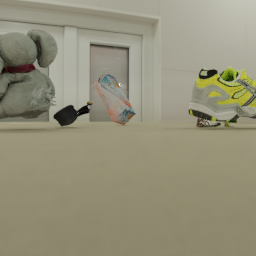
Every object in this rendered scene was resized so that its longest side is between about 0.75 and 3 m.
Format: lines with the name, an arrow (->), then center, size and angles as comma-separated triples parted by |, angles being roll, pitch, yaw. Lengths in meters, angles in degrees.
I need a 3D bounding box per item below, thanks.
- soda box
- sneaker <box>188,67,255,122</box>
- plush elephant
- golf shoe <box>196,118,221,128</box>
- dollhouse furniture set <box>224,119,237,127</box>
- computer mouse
soda box -> -0.575, -1.222, 11.498 | 0.776, 2.268, 0.721 | -44, -35, 22
sneaker -> 2.756, -0.864, 6.729 | 2.989, 1.142, 1.127 | -9, 21, -36
plush elephant -> -2.329, -1.112, 5.738 | 2.250, 1.742, 1.853 | -10, 1, 44
golf shoe -> 2.202, -0.178, 7.737 | 0.302, 0.345, 0.784 | 0, 1, -35
dollhouse furniture set -> 3.109, -0.224, 8.485 | 0.309, 0.401, 0.802 | 1, 1, 25
computer mouse -> -1.452, -0.393, 7.916 | 1.196, 0.392, 1.704 | -33, -1, -11
